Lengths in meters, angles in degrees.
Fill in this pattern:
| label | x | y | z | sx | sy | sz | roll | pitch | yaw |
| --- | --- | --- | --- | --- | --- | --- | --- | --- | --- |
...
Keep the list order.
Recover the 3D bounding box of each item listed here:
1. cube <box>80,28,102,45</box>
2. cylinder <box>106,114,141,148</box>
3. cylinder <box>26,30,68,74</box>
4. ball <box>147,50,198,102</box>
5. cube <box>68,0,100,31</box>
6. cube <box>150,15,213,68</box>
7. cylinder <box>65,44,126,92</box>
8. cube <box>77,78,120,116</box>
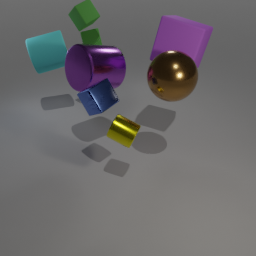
| label | x | y | z | sx | sy | sz | roll | pitch | yaw |
| --- | --- | --- | --- | --- | --- | --- | --- | --- | --- |
| cube | -1.432 | -3.439 | 10.973 | 0.700 | 0.700 | 0.700 | -15 | 13 | -5 |
| cylinder | -0.114 | 0.083 | 7.518 | 0.700 | 0.700 | 0.700 | 28 | 34 | 2 |
| cylinder | -3.170 | -3.045 | 11.269 | 1.400 | 1.400 | 1.400 | -18 | 33 | -6 |
| ball | 1.219 | -1.425 | 7.725 | 1.400 | 1.400 | 1.400 | 0 | 30 | 0 |
| cube | -1.560 | -4.010 | 9.966 | 0.700 | 0.700 | 0.700 | -42 | 17 | -27 |
| cube | 1.737 | -2.737 | 9.070 | 1.400 | 1.400 | 1.400 | 25 | 29 | 16 |
| cylinder | -1.020 | -1.880 | 8.781 | 1.400 | 1.400 | 1.400 | -13 | 31 | -44 |
| cube | -0.801 | -0.823 | 7.559 | 0.700 | 0.700 | 0.700 | -38 | 18 | -32 |
